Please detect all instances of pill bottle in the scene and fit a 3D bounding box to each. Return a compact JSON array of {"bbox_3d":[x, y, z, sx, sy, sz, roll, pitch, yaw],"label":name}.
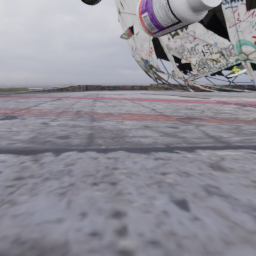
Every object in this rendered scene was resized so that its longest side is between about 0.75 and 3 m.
[{"bbox_3d":[1.293,-3.223,7.250,1.242,1.242,2.230,-5,5,-30],"label":"pill bottle"}]

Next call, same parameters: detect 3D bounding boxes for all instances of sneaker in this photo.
[{"bbox_3d":[4.293,-2.264,11.273,0.909,0.385,0.339,-21,-8,-8],"label":"sneaker"}]

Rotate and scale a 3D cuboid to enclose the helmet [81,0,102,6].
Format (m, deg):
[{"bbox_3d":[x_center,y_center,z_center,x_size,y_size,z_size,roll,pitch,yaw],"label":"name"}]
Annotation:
[{"bbox_3d":[-1.116,-4.204,8.359,0.976,0.976,0.931,2,-22,13],"label":"helmet"}]
